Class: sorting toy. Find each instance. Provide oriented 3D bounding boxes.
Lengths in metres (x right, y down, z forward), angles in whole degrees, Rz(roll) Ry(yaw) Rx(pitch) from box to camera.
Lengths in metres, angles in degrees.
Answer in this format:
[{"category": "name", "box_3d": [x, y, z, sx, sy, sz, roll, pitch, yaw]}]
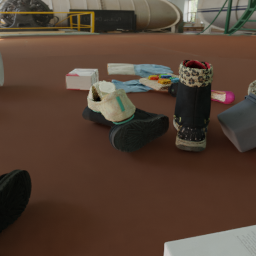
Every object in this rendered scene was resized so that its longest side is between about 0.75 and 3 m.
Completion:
[{"category": "sorting toy", "box_3d": [1.424, -1.917, 11.148, 1.516, 0.276, 1.403, -17, 29, -27]}]

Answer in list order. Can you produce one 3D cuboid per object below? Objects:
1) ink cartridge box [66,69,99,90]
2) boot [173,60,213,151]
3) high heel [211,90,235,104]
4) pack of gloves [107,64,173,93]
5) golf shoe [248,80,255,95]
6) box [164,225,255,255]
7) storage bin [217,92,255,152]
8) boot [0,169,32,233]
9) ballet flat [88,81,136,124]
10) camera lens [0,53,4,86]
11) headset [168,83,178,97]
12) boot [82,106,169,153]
[{"category": "ink cartridge box", "box_3d": [-1.912, -2.091, 11.891, 1.086, 0.614, 1.482, 2, 22, 4]}, {"category": "boot", "box_3d": [1.617, -0.742, 6.899, 0.906, 1.895, 2.509, 4, 23, 9]}, {"category": "high heel", "box_3d": [3.098, -1.112, 9.643, 0.636, 0.447, 1.327, 5, 16, -15]}, {"category": "pack of gloves", "box_3d": [0.633, -1.990, 12.026, 2.993, 0.591, 2.515, 0, 37, -5]}, {"category": "golf shoe", "box_3d": [5.273, -0.929, 8.918, 2.850, 1.116, 1.385, 12, 7, 15]}, {"category": "box", "box_3d": [1.070, 1.538, 2.726, 1.349, 0.839, 0.657, -5, 23, -13]}, {"category": "storage bin", "box_3d": [2.827, -0.036, 6.593, 0.988, 1.071, 1.471, -26, 20, 10]}, {"category": "boot", "box_3d": [-2.396, 1.108, 3.975, 1.365, 0.687, 1.826, 6, 23, 15]}, {"category": "ballet flat", "box_3d": [-0.475, -0.754, 6.496, 0.839, 0.776, 2.489, -29, 22, -14]}, {"category": "camera lens", "box_3d": [-6.282, -2.417, 11.156, 2.198, 1.758, 1.758, -4, 23, -13]}, {"category": "headset", "box_3d": [2.027, -1.305, 10.203, 0.987, 0.751, 1.598, -7, 10, -4]}, {"category": "boot", "box_3d": [-0.400, -0.199, 7.080, 2.256, 0.741, 1.860, 24, 25, 40]}]
